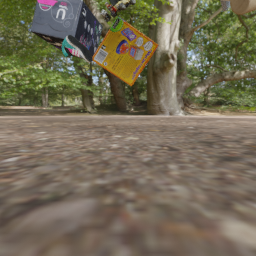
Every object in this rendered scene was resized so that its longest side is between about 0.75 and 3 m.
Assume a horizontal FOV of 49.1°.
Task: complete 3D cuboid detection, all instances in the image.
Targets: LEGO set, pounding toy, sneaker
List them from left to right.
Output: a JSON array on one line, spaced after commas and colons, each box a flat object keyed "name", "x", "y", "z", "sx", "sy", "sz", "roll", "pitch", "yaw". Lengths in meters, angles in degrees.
[{"name": "sneaker", "x": -1.500, "y": -2.115, "z": 7.915, "sx": 0.578, "sy": 0.400, "sz": 0.958, "roll": -23, "pitch": -54, "yaw": 38}, {"name": "LEGO set", "x": 0.008, "y": -3.494, "z": 6.483, "sx": 1.934, "sy": 0.844, "sz": 2.979, "roll": -43, "pitch": 15, "yaw": -32}, {"name": "pounding toy", "x": 1.944, "y": -2.876, "z": 4.090, "sx": 1.001, "sy": 2.189, "sz": 1.923, "roll": -26, "pitch": 34, "yaw": -37}]

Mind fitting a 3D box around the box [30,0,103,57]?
[{"name": "box", "x": -1.942, "y": -3.349, "z": 9.441, "sx": 1.477, "sy": 1.282, "sz": 2.416, "roll": 15, "pitch": 4, "yaw": 8}]

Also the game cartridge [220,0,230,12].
[{"name": "game cartridge", "x": 2.379, "y": -3.282, "z": 6.697, "sx": 0.176, "sy": 0.846, "sz": 0.563, "roll": 4, "pitch": -36, "yaw": 39}]

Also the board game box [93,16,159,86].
[{"name": "board game box", "x": -0.104, "y": -2.481, "z": 9.102, "sx": 1.501, "sy": 1.503, "sz": 1.502, "roll": 33, "pitch": 14, "yaw": -10}]
